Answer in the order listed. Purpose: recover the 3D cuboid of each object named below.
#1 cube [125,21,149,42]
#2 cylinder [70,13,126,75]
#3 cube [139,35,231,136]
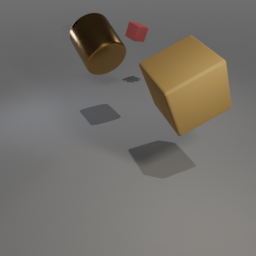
[{"bbox_3d":[0.412,-4.554,13.264,0.700,0.700,0.700,-12,42,-44],"label":"cube"},{"bbox_3d":[-0.974,-2.691,9.044,1.400,1.400,1.400,-18,65,-28],"label":"cylinder"},{"bbox_3d":[1.308,-0.971,6.404,1.400,1.400,1.400,-29,45,0],"label":"cube"}]
